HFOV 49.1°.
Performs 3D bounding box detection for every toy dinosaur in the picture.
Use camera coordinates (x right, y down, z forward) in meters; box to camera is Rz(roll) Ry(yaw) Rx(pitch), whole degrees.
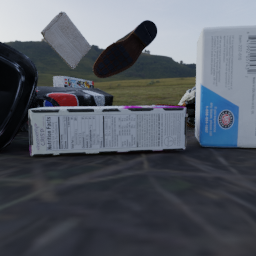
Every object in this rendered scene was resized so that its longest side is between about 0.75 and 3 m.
[{"bbox_3d":[1.868,-0.382,7.183,2.405,1.228,1.632,-20,-7,-26],"label":"toy dinosaur"}]

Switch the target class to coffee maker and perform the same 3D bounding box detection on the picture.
[{"bbox_3d":[-2.127,-0.568,4.565,2.344,1.644,2.441,-1,6,-22],"label":"coffee maker"}]

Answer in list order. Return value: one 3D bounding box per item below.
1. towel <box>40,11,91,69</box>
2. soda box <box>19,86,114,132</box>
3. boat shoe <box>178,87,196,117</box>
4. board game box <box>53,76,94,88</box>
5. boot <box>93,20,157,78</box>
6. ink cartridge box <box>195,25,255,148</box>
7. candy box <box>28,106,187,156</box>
[{"bbox_3d":[-2.060,-2.979,9.572,0.294,1.129,1.704,29,-12,45],"label":"towel"},{"bbox_3d":[-1.804,-0.510,6.952,2.794,0.885,0.989,-4,21,-33],"label":"soda box"},{"bbox_3d":[2.266,-0.879,9.246,1.069,0.977,2.972,-2,-7,-13],"label":"boat shoe"},{"bbox_3d":[-1.696,-0.890,9.164,0.388,1.416,2.243,1,6,16],"label":"board game box"},{"bbox_3d":[-0.203,-2.625,9.887,2.722,1.017,1.319,-41,14,-12],"label":"boot"},{"bbox_3d":[2.282,-0.598,4.261,2.385,1.723,1.009,1,5,10],"label":"ink cartridge box"},{"bbox_3d":[-0.314,-0.022,4.116,1.991,0.607,1.358,-1,5,-8],"label":"candy box"}]
